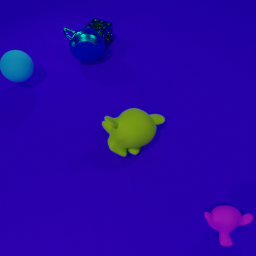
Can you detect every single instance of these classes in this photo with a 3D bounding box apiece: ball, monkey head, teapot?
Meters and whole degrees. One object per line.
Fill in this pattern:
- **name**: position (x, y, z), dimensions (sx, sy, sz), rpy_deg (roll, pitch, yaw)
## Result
- **ball**: position (-3.415, -1.900, 8.618), dimensions (0.956, 0.956, 0.956), rpy_deg (0, 54, 0)
- **monkey head**: position (2.042, 2.006, 5.811), dimensions (1.034, 0.623, 0.744), rpy_deg (4, 50, -6)
- **monkey head**: position (-0.021, -0.052, 7.248), dimensions (1.978, 1.192, 1.423), rpy_deg (-5, 40, -43)
- **teapot**: position (-1.317, -2.825, 9.446), dimensions (1.914, 1.190, 0.937), rpy_deg (22, 46, -30)

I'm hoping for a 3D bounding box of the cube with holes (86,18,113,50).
- **cube with holes**: position (-1.054, -3.361, 10.122), dimensions (0.751, 0.751, 0.751), rpy_deg (22, 57, 15)
